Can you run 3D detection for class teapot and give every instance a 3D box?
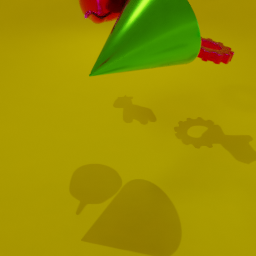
[{"bbox_3d":[-0.470,-2.543,5.211,1.114,0.878,1.792,3,67,20],"label":"teapot"}]

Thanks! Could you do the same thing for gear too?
[{"bbox_3d":[1.978,-1.973,6.996,1.269,0.235,1.269,10,35,-7],"label":"gear"}]

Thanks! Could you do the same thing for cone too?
[{"bbox_3d":[0.012,-1.297,4.538,1.622,1.616,1.616,-39,47,-14],"label":"cone"}]
